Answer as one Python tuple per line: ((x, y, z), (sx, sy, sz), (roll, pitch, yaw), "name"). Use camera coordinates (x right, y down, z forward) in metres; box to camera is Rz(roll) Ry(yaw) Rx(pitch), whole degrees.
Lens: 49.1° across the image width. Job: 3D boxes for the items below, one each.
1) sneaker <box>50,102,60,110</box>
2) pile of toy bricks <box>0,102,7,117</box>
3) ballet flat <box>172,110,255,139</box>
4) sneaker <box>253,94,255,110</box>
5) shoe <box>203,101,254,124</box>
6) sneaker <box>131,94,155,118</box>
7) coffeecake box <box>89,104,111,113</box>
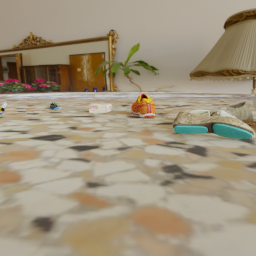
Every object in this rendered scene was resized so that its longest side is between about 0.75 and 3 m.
((-3.242, -0.962, 12.318), (0.278, 0.325, 0.784), (-9, 12, -37), "sneaker")
((-4.635, -0.611, 9.219), (0.766, 0.861, 1.551), (-38, 23, 2), "pile of toy bricks")
((1.691, -0.130, 5.607), (1.581, 0.516, 0.557), (7, -28, 20), "ballet flat")
((3.915, -0.368, 6.557), (2.965, 1.118, 1.133), (7, -3, -27), "sneaker")
((2.408, -0.315, 7.038), (2.363, 0.631, 0.826), (-8, 12, -42), "shoe")
((0.578, -0.830, 9.992), (0.747, 0.789, 2.047), (-3, 8, -13), "sneaker")
((-1.105, -0.798, 11.276), (0.662, 0.315, 0.863), (2, 9, 13), "coffeecake box")
